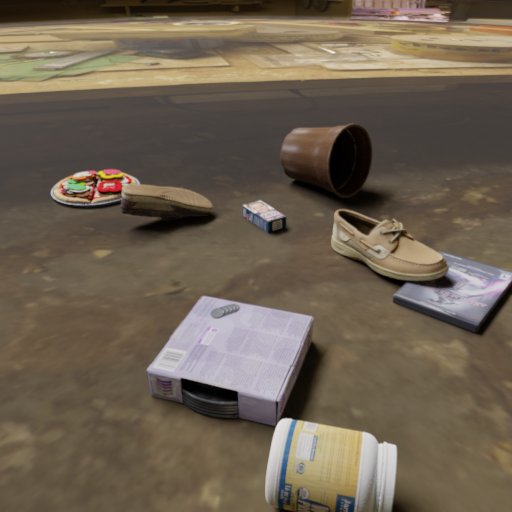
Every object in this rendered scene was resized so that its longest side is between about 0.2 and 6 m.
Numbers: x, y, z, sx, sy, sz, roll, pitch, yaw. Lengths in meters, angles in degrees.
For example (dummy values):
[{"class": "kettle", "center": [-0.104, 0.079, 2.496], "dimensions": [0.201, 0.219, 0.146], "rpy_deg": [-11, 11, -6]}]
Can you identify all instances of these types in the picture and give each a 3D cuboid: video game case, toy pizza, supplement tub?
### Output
[{"class": "video game case", "center": [3.427, 0.543, 9.604], "dimensions": [1.410, 0.187, 1.973], "rpy_deg": [21, 34, 33]}, {"class": "toy pizza", "center": [-3.860, -1.710, 13.462], "dimensions": [2.077, 0.329, 2.077], "rpy_deg": [0, 29, 0]}, {"class": "supplement tub", "center": [0.780, 2.244, 5.822], "dimensions": [1.242, 0.899, 0.899], "rpy_deg": [7, 30, 12]}]

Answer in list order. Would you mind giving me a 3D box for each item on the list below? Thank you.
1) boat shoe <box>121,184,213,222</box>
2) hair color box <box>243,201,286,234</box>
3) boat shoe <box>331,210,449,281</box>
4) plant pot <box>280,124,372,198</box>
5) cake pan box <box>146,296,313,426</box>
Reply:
[{"class": "boat shoe", "center": [-1.926, -1.070, 12.005], "dimensions": [1.998, 0.647, 0.719], "rpy_deg": [5, 32, -29]}, {"class": "hair color box", "center": [0.166, -0.839, 11.953], "dimensions": [0.487, 0.295, 0.975], "rpy_deg": [-18, 34, -29]}, {"class": "boat shoe", "center": [2.329, -0.228, 10.166], "dimensions": [0.877, 0.794, 2.461], "rpy_deg": [-26, 33, -36]}, {"class": "plant pot", "center": [1.597, -2.366, 13.466], "dimensions": [1.690, 1.707, 1.707], "rpy_deg": [17, 33, 42]}, {"class": "cake pan box", "center": [-0.292, 1.379, 7.787], "dimensions": [1.819, 0.516, 1.975], "rpy_deg": [7, 30, 16]}]
